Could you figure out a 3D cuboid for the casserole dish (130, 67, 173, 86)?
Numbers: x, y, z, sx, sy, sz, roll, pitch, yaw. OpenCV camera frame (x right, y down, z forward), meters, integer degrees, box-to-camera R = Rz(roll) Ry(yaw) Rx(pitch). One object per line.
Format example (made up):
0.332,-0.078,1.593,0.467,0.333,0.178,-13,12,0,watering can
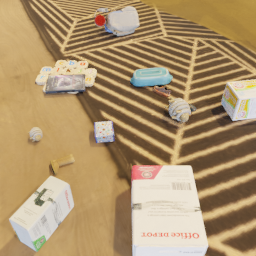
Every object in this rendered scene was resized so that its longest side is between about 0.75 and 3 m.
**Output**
1.138,-2.570,13.823,2.103,0.408,1.274,-3,38,4,casserole dish

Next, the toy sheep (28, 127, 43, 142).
-3.569,0.221,10.827,0.524,0.524,0.760,-20,53,-21,toy sheep

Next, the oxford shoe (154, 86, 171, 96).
1.627,-1.817,13.152,0.900,0.328,0.321,29,31,24,oxford shoe

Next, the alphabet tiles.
-3.080,-2.602,14.156,2.871,0.210,2.808,3,44,3,alphabet tiles

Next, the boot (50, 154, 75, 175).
-2.267,1.255,9.843,0.809,0.267,0.708,-15,44,-18,boot

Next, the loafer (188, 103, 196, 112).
2.437,-0.912,12.224,0.357,0.408,1.135,-45,49,-15,loafer

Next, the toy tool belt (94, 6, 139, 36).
-0.816,-6.819,18.023,2.884,1.801,1.773,-9,13,-12,toy tool belt

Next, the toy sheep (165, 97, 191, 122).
2.095,-0.801,11.652,0.953,0.953,1.382,-14,58,-15,toy sheep

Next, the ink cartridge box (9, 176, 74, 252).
-2.345,2.370,7.896,0.691,1.219,1.663,20,45,22,ink cartridge box

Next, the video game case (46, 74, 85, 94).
-2.958,-2.136,13.407,1.806,0.171,1.290,-5,44,-4,video game case

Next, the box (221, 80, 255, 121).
5.376,-1.246,11.934,2.289,1.160,1.287,-7,42,-8,box

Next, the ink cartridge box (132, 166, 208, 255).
1.035,2.368,7.981,1.853,1.079,2.560,0,42,0,ink cartridge box

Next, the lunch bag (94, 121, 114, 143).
-0.927,0.108,10.910,0.754,0.550,0.888,-6,50,-6,lunch bag
